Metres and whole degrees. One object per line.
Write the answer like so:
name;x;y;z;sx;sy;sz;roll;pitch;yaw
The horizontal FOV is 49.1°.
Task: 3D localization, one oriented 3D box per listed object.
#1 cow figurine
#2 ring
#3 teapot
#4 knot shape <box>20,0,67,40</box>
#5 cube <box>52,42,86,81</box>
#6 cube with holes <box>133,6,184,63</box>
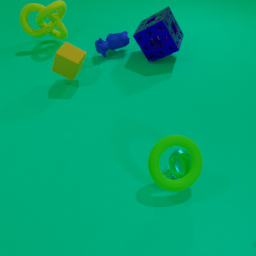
cow figurine;-0.543;-3.017;9.945;1.227;0.674;1.208;-8;28;13
ring;0.987;0.728;5.812;1.178;1.178;0.236;-10;4;-10
teapot;1.179;0.819;6.303;1.136;0.556;0.706;-26;88;-24
knot shape;-2.814;-3.907;9.995;1.729;1.618;0.799;12;54;-42
cube;-1.782;-2.009;8.473;0.710;0.710;0.710;26;46;-6
cube with holes;1.068;-3.172;9.596;1.152;1.152;1.152;-17;35;34
